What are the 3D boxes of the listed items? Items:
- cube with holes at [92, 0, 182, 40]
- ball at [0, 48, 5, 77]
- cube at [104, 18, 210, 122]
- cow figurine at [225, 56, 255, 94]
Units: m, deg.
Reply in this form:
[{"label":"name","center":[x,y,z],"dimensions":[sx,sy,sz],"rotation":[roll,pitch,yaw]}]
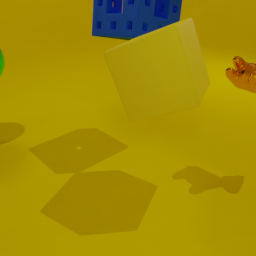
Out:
[{"label":"cube with holes","center":[0.195,-2.505,5.795],"dimensions":[1.302,1.302,1.302],"rotation":[19,21,41]},{"label":"ball","center":[-3.099,-1.374,5.688],"dimensions":[1.102,1.102,1.102],"rotation":[0,29,0]},{"label":"cube","center":[0.530,-0.944,4.517],"dimensions":[1.170,1.170,1.170],"rotation":[-11,20,29]},{"label":"cow figurine","center":[2.436,-0.790,5.110],"dimensions":[1.119,1.101,0.614],"rotation":[27,81,50]}]
